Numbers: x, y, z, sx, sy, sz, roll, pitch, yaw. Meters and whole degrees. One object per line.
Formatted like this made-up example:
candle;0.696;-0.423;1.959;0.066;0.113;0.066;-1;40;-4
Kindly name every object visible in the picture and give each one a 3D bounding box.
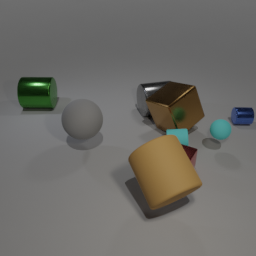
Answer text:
cube;1.782;-0.752;10.602;1.400;1.400;1.400;-38;32;-19
cylinder;0.904;1.102;7.009;1.400;1.400;1.400;-16;66;-24
cube;1.730;1.011;8.899;0.700;0.700;0.700;17;35;26
cylinder;1.231;-1.266;12.038;1.400;1.400;1.400;-9;32;-14
ball;-1.554;-0.295;9.555;1.400;1.400;1.400;0;31;0
cylinder;1.685;0.388;9.596;0.700;0.700;0.700;-3;30;7
cylinder;4.674;-0.498;11.445;0.700;0.700;0.700;1;31;2
cylinder;-4.028;-1.583;12.577;1.400;1.400;1.400;0;31;0
ball;3.142;0.054;9.509;0.700;0.700;0.700;0;31;0
